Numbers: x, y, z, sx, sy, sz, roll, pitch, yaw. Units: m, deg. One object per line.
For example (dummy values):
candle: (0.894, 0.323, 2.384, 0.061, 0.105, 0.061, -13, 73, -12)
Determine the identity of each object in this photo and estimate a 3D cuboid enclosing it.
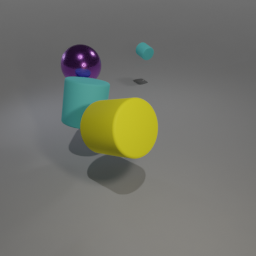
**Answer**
ball: (-1.628, -2.187, 9.750, 1.400, 1.400, 1.400, 0, 30, 0)
cylinder: (0.865, -3.976, 14.521, 0.700, 0.700, 0.700, -17, 45, -26)
cylinder: (-1.346, -0.814, 8.868, 1.400, 1.400, 1.400, 8, 16, -2)
cylinder: (-0.228, -0.011, 6.883, 1.400, 1.400, 1.400, -26, 18, -37)
